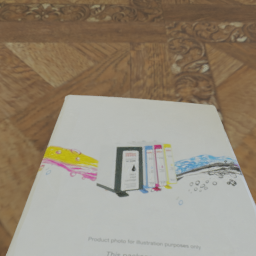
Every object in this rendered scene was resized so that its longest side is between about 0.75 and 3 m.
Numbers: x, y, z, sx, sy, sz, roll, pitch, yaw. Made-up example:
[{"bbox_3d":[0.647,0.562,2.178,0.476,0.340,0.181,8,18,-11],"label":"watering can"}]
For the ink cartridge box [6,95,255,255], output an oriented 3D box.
[{"bbox_3d":[0.041,0.981,2.520,1.613,1.642,2.230,5,37,-2],"label":"ink cartridge box"}]
